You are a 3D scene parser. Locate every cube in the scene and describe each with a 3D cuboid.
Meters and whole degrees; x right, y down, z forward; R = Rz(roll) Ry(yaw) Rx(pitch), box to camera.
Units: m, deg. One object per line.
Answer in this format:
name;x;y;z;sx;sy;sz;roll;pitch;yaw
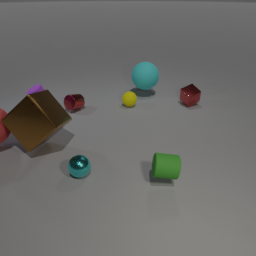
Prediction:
cube;-3.075;-0.286;9.615;1.400;1.400;1.400;-38;5;17
cube;2.969;-1.558;13.380;0.700;0.700;0.700;-26;53;-15

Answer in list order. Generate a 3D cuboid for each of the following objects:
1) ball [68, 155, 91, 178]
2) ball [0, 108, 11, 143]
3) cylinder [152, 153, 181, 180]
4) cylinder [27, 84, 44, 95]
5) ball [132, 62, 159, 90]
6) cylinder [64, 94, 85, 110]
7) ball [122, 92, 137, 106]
ball;-1.486;1.165;8.567;0.700;0.700;0.700;0;28;0
ball;-4.770;-0.079;9.684;1.400;1.400;1.400;0;28;0
cylinder;1.076;1.080;7.952;0.700;0.700;0.700;7;28;-4
cylinder;-3.853;-1.413;12.045;0.700;0.700;0.700;-20;35;15
ball;0.880;-2.656;14.282;1.400;1.400;1.400;0;28;0
cylinder;-2.467;-1.202;12.870;0.700;0.700;0.700;16;17;28
ball;0.070;-1.382;13.320;0.700;0.700;0.700;0;28;0
